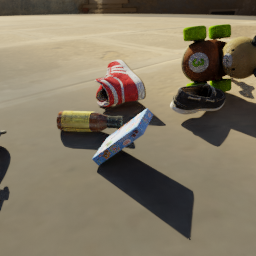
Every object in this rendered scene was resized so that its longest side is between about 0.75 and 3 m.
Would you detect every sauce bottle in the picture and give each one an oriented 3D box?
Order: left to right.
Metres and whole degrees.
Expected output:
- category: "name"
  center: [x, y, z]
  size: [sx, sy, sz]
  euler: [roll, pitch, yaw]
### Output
- category: "sauce bottle"
  center: [-0.957, -0.154, 7.119]
  size: [1.638, 0.541, 0.541]
  euler: [3, 26, 4]

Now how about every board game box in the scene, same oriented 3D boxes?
- category: "board game box"
  center: [-0.100, 0.176, 5.890]
  size: [1.282, 0.235, 0.970]
  euler: [-37, 10, 29]

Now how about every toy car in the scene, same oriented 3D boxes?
- category: "toy car"
  center: [3.149, -2.085, 8.496]
  size: [2.110, 2.197, 2.674]
  euler: [-13, 16, -26]

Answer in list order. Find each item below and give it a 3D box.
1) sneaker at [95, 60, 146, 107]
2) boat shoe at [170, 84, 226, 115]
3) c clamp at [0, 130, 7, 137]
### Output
- category: "sneaker"
  center: [-0.580, -1.507, 9.171]
  size: [1.432, 0.907, 2.547]
  euler: [-16, 34, -17]
- category: "boat shoe"
  center: [2.186, -0.956, 8.242]
  size: [2.238, 0.675, 0.827]
  euler: [-10, 44, -33]
- category: "c clamp"
  center: [-3.539, 0.225, 5.928]
  size: [2.009, 0.272, 1.717]
  euler: [-9, 7, 6]
